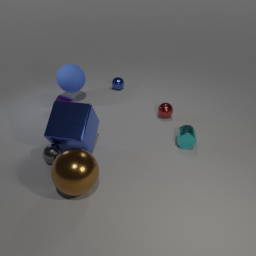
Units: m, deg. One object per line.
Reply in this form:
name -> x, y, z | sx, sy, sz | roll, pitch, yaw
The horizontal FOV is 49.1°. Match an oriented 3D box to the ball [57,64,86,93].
ball -> -2.799, -2.447, 13.813 | 1.400, 1.400, 1.400 | 0, 30, 0

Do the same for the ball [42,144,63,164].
ball -> -2.631, 0.907, 9.806 | 0.700, 0.700, 0.700 | 0, 30, 0

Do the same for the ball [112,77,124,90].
ball -> -0.551, -2.468, 15.518 | 0.700, 0.700, 0.700 | 0, 30, 0

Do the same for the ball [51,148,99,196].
ball -> -1.555, 1.292, 8.302 | 1.400, 1.400, 1.400 | 0, 30, 0

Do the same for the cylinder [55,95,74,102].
cylinder -> -2.933, -1.090, 12.909 | 0.700, 0.700, 0.700 | 20, 33, 6

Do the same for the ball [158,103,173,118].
ball -> 1.700, -0.804, 12.706 | 0.700, 0.700, 0.700 | 0, 30, 0

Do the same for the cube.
cube -> -1.967, -0.008, 10.130 | 1.400, 1.400, 1.400 | 6, 67, 10

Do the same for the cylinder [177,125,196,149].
cylinder -> 2.254, 0.342, 10.740 | 0.700, 0.700, 0.700 | 5, 30, 8
